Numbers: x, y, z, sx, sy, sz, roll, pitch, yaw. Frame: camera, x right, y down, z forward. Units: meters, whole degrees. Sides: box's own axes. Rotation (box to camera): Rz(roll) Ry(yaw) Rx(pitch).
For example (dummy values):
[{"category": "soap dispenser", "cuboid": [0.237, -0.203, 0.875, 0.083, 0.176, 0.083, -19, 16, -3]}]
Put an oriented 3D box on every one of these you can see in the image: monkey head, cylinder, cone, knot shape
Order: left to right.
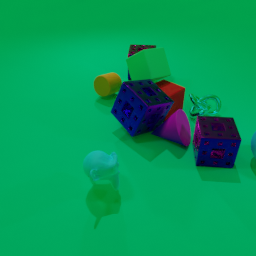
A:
[{"category": "monkey head", "cuboid": [-0.615, 1.022, 6.574, 0.833, 0.995, 1.383, -10, 9, -9]}, {"category": "cylinder", "cuboid": [-0.741, -1.606, 10.333, 0.768, 0.768, 0.768, 22, 29, 27]}, {"category": "cone", "cuboid": [1.167, 0.079, 8.413, 1.103, 1.099, 1.099, -12, 29, 31]}, {"category": "knot shape", "cuboid": [2.608, -0.755, 9.451, 1.093, 0.540, 1.168, 0, 48, 1]}]

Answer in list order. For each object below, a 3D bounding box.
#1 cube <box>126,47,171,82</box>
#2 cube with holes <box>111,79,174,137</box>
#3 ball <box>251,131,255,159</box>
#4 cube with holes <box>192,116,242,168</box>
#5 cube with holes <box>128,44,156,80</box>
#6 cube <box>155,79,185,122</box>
[{"category": "cube", "cuboid": [0.680, -2.036, 9.357, 0.963, 0.963, 0.963, -20, 5, -39]}, {"category": "cube with holes", "cuboid": [0.407, -0.635, 8.431, 1.153, 1.153, 1.153, -14, 51, -41]}, {"category": "ball", "cuboid": [3.866, 0.453, 7.327, 1.211, 1.211, 1.211, 0, 37, 0]}, {"category": "cube with holes", "cuboid": [2.361, 0.370, 7.630, 0.991, 0.991, 0.991, 3, 37, 4]}, {"category": "cube with holes", "cuboid": [0.591, -2.738, 11.690, 1.109, 1.109, 1.109, 3, 37, 4]}, {"category": "cube", "cuboid": [1.206, -0.924, 9.349, 0.957, 0.957, 0.957, -29, 44, -35]}]
